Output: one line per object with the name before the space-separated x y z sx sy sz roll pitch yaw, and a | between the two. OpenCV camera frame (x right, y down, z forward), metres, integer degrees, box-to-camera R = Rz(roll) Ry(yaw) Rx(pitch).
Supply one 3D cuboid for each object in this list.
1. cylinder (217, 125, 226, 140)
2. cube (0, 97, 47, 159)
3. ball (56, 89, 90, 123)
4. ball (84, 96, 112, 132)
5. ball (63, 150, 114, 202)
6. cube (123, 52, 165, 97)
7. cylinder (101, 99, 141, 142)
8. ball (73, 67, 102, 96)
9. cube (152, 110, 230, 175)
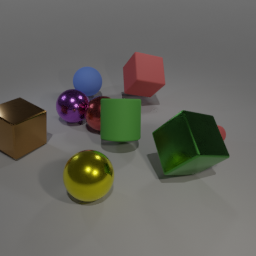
cylinder | 3.026 0.221 10.043 0.700 0.700 0.700 8 19 -42
cube | -3.831 -0.031 9.750 1.400 1.400 1.400 25 34 24
ball | -2.244 -0.898 11.498 1.400 1.400 1.400 0 30 0
ball | -0.994 -0.556 10.931 1.400 1.400 1.400 0 30 0
ball | -1.072 1.295 7.679 1.400 1.400 1.400 0 30 0
cube | 0.695 -2.370 12.679 1.400 1.400 1.400 5 70 -24
cylinder | -0.251 -0.311 9.742 1.400 1.400 1.400 1 5 0
ball | -1.941 -2.238 13.484 1.400 1.400 1.400 0 30 0
cube | 1.804 0.482 8.230 1.400 1.400 1.400 6 58 -37
